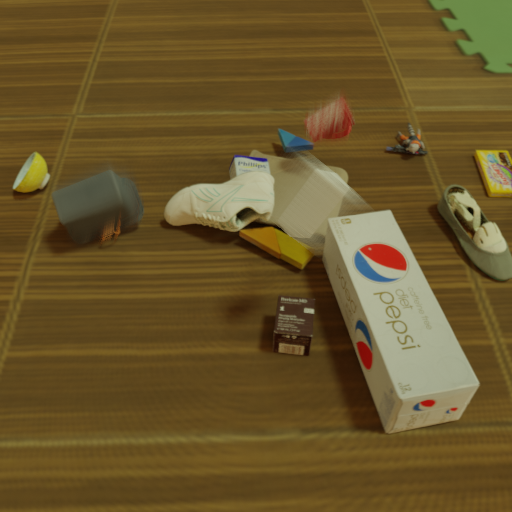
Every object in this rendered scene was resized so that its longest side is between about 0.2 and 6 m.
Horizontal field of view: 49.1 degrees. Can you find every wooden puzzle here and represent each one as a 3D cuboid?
[{"bbox_3d":[0.694,-1.304,12.064,2.446,0.424,3.625,21,52,12],"label":"wooden puzzle"}]

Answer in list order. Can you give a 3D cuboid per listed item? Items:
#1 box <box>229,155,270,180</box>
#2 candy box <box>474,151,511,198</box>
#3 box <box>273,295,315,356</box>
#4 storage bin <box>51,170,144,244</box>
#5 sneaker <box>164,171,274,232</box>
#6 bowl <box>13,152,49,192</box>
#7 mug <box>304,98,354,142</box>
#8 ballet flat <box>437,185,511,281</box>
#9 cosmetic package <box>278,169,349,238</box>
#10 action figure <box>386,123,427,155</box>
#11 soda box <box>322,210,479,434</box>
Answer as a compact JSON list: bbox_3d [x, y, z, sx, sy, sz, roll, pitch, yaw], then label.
[{"bbox_3d":[-0.124,-1.664,11.777,0.761,0.434,0.827,3,52,-16],"label":"box"},{"bbox_3d":[5.478,-1.864,12.658,0.749,0.193,1.465,0,49,3],"label":"candy box"},{"bbox_3d":[0.648,1.204,9.660,0.655,0.648,0.789,5,49,5],"label":"box"},{"bbox_3d":[-3.128,-0.950,10.909,1.580,1.061,1.150,-22,79,-1],"label":"storage bin"},{"bbox_3d":[-0.766,-0.941,11.154,2.391,0.841,0.958,-14,63,17],"label":"sneaker"},{"bbox_3d":[-4.851,-1.741,12.270,0.503,0.935,0.935,31,40,-30],"label":"bowl"},{"bbox_3d":[1.507,-2.767,11.593,0.919,0.613,0.816,-25,25,11],"label":"mug"},{"bbox_3d":[4.369,-0.534,11.126,0.780,0.737,2.314,-15,51,-12],"label":"ballet flat"},{"bbox_3d":[0.837,-0.753,8.267,0.518,1.020,0.364,2,44,-47],"label":"cosmetic package"},{"bbox_3d":[3.560,-2.714,13.216,0.969,0.507,0.937,2,38,-3],"label":"action figure"},{"bbox_3d":[2.245,0.947,9.523,1.278,1.194,3.751,-8,49,-7],"label":"soda box"}]
